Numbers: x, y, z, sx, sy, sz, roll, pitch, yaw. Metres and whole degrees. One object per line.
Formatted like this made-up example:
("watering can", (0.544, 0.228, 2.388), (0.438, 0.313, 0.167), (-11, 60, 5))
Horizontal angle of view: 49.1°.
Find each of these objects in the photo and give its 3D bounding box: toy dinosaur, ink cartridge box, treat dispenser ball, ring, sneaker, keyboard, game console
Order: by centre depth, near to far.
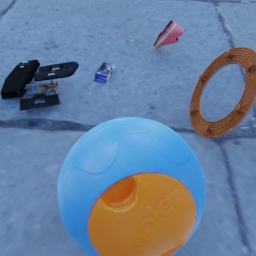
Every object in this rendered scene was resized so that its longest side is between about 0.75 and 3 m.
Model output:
("treat dispenser ball", (0.055, 1.010, 4.651), (2.382, 2.382, 2.382), (0, 46, 0))
("ring", (2.165, -0.862, 6.645), (0.219, 2.282, 2.282), (21, 42, -22))
("keyboard", (-2.432, -0.733, 7.716), (1.068, 0.137, 0.641), (-10, 45, -14))
("game console", (-2.543, -1.486, 8.039), (2.350, 0.283, 1.386), (-4, 50, 20))
("toy dinosaur", (-2.579, -1.003, 8.109), (0.957, 0.554, 1.054), (-15, 8, 6))
("ink cartridge box", (-0.750, -1.754, 8.867), (0.433, 0.171, 0.871), (13, 49, 12))
("sneaker", (1.341, -2.948, 9.339), (0.628, 1.447, 0.533), (31, 72, -10))
